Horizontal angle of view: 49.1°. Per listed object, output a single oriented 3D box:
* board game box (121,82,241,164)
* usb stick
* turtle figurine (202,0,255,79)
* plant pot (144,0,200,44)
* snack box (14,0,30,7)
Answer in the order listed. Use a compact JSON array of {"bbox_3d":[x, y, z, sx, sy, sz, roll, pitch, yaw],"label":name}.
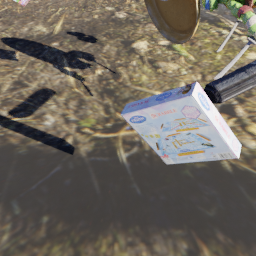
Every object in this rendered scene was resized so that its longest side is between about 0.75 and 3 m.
[{"bbox_3d":[0.817,0.026,4.434,1.391,1.388,0.286,-12,41,44],"label":"board game box"},{"bbox_3d":[2.102,-0.922,4.105,2.068,0.337,0.573,-26,8,1],"label":"usb stick"},{"bbox_3d":[3.044,-2.568,6.467,2.393,2.468,1.776,-7,8,23],"label":"turtle figurine"},{"bbox_3d":[1.152,-3.436,7.445,0.331,2.406,2.406,-29,46,-14],"label":"plant pot"},{"bbox_3d":[-3.280,-4.545,8.836,0.857,1.206,0.319,15,42,-58],"label":"snack box"}]
